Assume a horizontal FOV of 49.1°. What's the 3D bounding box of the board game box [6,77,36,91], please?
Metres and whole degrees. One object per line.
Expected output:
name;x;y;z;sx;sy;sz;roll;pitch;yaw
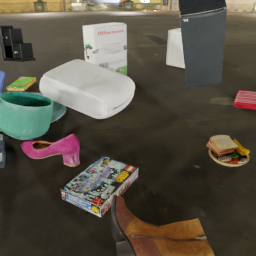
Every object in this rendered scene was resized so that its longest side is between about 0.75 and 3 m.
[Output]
board game box;-4.683;-1.936;12.337;0.723;0.227;1.513;2;25;5

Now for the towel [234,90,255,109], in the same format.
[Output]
towel;4.786;-1.075;10.710;1.246;0.194;1.723;10;27;23

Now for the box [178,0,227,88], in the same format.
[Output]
box;1.954;-2.705;7.613;1.094;2.775;1.959;-3;63;14

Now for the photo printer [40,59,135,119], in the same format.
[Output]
photo printer;-1.292;-1.435;10.116;2.869;0.996;2.387;23;36;17

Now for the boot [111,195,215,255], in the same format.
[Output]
boot;0.527;1.725;4.972;1.608;0.551;1.514;-5;28;-10

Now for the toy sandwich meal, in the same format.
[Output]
toy sandwich meal;2.632;0.574;7.331;1.125;0.385;1.125;0;28;0

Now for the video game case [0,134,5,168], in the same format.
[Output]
video game case;-4.271;0.412;7.030;2.189;0.208;1.563;10;21;-28

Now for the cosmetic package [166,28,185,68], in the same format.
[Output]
cosmetic package;3.525;-4.255;14.954;2.272;1.872;1.874;25;36;38

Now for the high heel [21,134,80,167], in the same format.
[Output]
high heel;-2.040;0.380;7.164;1.843;0.884;0.621;15;31;26

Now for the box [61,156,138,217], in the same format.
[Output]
box;-0.580;1.210;6.206;1.039;0.303;1.518;15;31;27

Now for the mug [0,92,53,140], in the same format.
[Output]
mug;-2.862;-0.329;8.190;1.777;1.099;1.460;-3;24;-41

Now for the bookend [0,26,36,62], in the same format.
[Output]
bookend;-3.515;-2.674;8.857;1.084;1.077;0.499;14;25;35

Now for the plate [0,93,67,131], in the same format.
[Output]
plate;-3.676;-0.728;9.836;2.967;0.379;2.967;-1;28;0

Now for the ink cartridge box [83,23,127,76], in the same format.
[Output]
ink cartridge box;-1.020;-3.518;12.926;1.786;2.445;1.031;-19;33;-33

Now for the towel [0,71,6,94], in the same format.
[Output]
towel;-3.753;-1.113;6.865;1.286;0.931;0.153;13;11;-42
